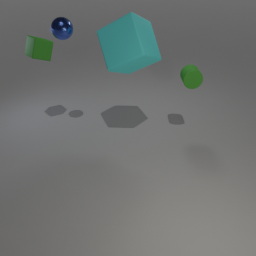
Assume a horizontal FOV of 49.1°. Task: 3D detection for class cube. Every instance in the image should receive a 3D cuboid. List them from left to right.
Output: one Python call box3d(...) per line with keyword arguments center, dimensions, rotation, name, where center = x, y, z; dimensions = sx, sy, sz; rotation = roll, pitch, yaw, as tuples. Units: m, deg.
box3d(center=(-3.178, -2.847, 10.002), dimensions=(0.700, 0.700, 0.700), rotation=(-1, 23, -43), name="cube")
box3d(center=(0.060, -2.726, 9.288), dimensions=(1.400, 1.400, 1.400), rotation=(-18, -3, 30), name="cube")

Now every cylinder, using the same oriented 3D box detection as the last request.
box3d(center=(2.301, -1.865, 10.173), dimensions=(0.700, 0.700, 0.700), rotation=(0, 31, 0), name="cylinder")

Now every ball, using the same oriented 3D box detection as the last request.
box3d(center=(-2.106, -3.173, 8.946), dimensions=(0.700, 0.700, 0.700), rotation=(0, 31, 0), name="ball")
